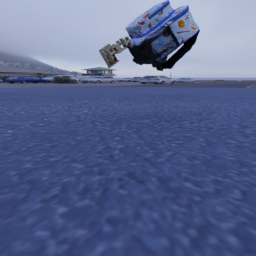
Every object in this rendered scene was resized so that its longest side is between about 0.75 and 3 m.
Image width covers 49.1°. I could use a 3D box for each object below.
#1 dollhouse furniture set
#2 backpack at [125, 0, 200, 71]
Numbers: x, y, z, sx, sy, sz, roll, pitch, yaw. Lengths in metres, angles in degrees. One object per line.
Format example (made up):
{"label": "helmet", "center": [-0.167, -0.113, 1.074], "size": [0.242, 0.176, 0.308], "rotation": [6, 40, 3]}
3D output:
{"label": "dollhouse furniture set", "center": [-0.353, -2.105, 8.023], "size": [0.783, 0.594, 0.894], "rotation": [-43, 28, -23]}
{"label": "backpack", "center": [1.153, -3.263, 9.637], "size": [2.298, 1.858, 2.412], "rotation": [-30, 26, -8]}
